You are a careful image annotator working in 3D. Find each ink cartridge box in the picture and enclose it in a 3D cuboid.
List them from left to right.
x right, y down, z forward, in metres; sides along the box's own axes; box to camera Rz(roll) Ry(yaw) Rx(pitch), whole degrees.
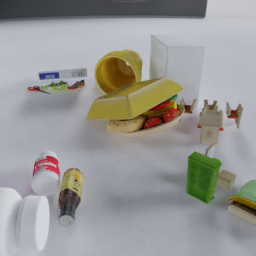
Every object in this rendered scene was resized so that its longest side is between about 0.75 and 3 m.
[{"bbox_3d":[-3.600,-2.841,15.126,2.483,0.505,2.488,-8,11,-17],"label":"ink cartridge box"}]

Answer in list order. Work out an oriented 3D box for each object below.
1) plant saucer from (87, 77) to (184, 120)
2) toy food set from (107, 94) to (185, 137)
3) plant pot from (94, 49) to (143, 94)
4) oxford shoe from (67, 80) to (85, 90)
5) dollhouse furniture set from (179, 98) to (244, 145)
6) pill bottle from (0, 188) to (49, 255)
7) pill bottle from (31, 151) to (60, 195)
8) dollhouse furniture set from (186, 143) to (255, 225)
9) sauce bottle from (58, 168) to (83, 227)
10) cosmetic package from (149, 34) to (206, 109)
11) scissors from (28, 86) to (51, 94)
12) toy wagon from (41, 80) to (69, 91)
[{"bbox_3d":[0.135,-1.196,10.755,2.923,0.708,2.924,-31,19,-34],"label":"plant saucer"},{"bbox_3d":[0.686,-0.482,10.415,2.803,0.682,2.774,-12,20,15],"label":"toy food set"},{"bbox_3d":[-0.250,-2.822,13.635,2.210,2.210,2.079,9,36,17],"label":"plant pot"},{"bbox_3d":[-2.758,-2.289,14.811,1.064,0.388,0.379,-27,38,-35],"label":"oxford shoe"},{"bbox_3d":[3.094,-0.314,10.685,2.298,1.184,2.274,8,17,13],"label":"dollhouse furniture set"},{"bbox_3d":[-3.018,1.954,5.659,2.607,1.461,1.461,0,28,-3],"label":"pill bottle"},{"bbox_3d":[-2.279,1.202,7.857,0.728,0.728,1.297,-6,28,-11],"label":"pill bottle"},{"bbox_3d":[2.897,1.331,7.089,2.390,1.199,1.566,23,35,36],"label":"dollhouse furniture set"},{"bbox_3d":[-1.438,1.703,7.025,0.584,0.584,1.770,-2,28,-5],"label":"sauce bottle"},{"bbox_3d":[2.098,-2.647,12.890,1.733,2.819,2.810,-5,29,-8],"label":"cosmetic package"},{"bbox_3d":[-4.597,-1.894,14.417,0.620,0.118,1.696,-19,34,-36],"label":"scissors"},{"bbox_3d":[-3.832,-2.199,14.690,1.385,0.274,1.075,-12,23,-13],"label":"toy wagon"}]
